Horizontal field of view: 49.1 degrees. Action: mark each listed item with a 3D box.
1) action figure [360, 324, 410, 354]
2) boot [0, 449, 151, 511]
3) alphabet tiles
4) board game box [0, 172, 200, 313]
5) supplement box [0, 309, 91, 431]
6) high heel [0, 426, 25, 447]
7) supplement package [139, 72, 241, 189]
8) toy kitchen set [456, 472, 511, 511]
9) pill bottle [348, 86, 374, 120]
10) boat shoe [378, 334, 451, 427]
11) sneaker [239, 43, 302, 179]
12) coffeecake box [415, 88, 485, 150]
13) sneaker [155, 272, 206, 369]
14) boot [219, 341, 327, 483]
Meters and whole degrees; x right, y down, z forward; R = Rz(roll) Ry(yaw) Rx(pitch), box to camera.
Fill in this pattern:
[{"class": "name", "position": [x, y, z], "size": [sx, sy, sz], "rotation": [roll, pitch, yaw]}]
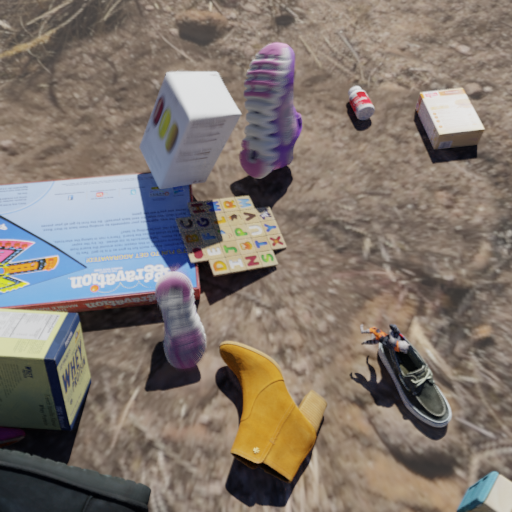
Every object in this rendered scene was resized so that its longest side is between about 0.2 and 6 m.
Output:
[{"class": "action figure", "position": [2.240, 1.477, 9.510], "size": [0.810, 0.838, 0.438], "rotation": [14, 62, 44]}, {"class": "boot", "position": [-3.262, 4.252, 7.691], "size": [3.201, 1.222, 2.690], "rotation": [13, 54, 1]}, {"class": "alphabet tiles", "position": [-0.470, -0.438, 11.022], "size": [2.044, 0.065, 1.701], "rotation": [-9, 63, -25]}, {"class": "board game box", "position": [-4.020, -0.221, 10.946], "size": [5.667, 0.551, 2.917], "rotation": [-5, 57, -4]}, {"class": "supplement box", "position": [-3.662, 1.797, 8.908], "size": [1.605, 1.606, 1.078], "rotation": [3, 34, 2]}, {"class": "high heel", "position": [-4.569, 2.713, 9.055], "size": [1.700, 0.573, 0.817], "rotation": [-6, 68, 0]}, {"class": "supplement package", "position": [-1.323, -2.396, 10.770], "size": [1.105, 2.017, 1.147], "rotation": [-14, 66, -34]}, {"class": "toy kitchen set", "position": [2.461, 3.774, 8.053], "size": [1.584, 1.165, 1.977], "rotation": [33, 63, 19]}, {"class": "pill bottle", "position": [2.458, -3.619, 13.219], "size": [0.439, 0.439, 0.782], "rotation": [-13, 58, -8]}, {"class": "boat shoe", "position": [2.658, 2.067, 9.467], "size": [0.630, 0.620, 1.747], "rotation": [-27, 61, -16]}, {"class": "sneaker", "position": [0.442, -2.984, 11.668], "size": [1.198, 2.710, 1.090], "rotation": [-11, 29, -37]}, {"class": "coffeecake box", "position": [4.427, -3.168, 12.886], "size": [1.064, 0.506, 1.386], "rotation": [-8, 58, -5]}, {"class": "sneaker", "position": [-1.324, 1.054, 9.711], "size": [0.721, 1.793, 0.793], "rotation": [-10, 16, -11]}, {"class": "boot", "position": [-0.035, 2.492, 9.071], "size": [2.185, 0.769, 1.564], "rotation": [31, 56, 11]}]
